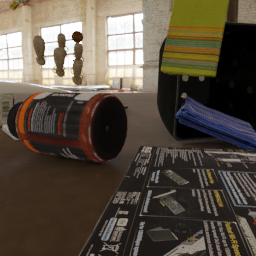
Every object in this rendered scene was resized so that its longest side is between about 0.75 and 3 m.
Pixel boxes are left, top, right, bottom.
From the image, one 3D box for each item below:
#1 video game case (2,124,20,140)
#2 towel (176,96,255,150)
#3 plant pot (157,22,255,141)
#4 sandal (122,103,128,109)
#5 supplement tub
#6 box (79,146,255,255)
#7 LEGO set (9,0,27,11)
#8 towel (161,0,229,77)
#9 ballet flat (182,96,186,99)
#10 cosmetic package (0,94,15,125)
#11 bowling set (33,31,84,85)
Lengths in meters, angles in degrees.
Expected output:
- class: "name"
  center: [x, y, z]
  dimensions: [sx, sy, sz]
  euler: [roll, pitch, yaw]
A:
- class: "video game case"
  center: [-2.511, 0.016, 8.298]
  dimensions: [1.988, 0.235, 1.809]
  euler: [-6, 11, -32]
- class: "towel"
  center: [2.258, -0.200, 6.873]
  dimensions: [2.048, 0.337, 2.828]
  euler: [24, 18, 8]
- class: "plant pot"
  center: [2.204, -1.382, 8.135]
  dimensions: [2.891, 2.884, 2.564]
  euler: [-3, 13, -16]
- class: "sandal"
  center: [-0.581, -1.295, 16.121]
  dimensions: [0.641, 0.385, 1.708]
  euler: [-5, 10, -29]
- class: "supplement tub"
  center: [-1.307, -0.082, 5.592]
  dimensions: [2.412, 1.290, 1.290]
  euler: [5, 10, 30]
- class: "box"
  center: [0.931, 0.741, 2.367]
  dimensions: [2.041, 0.644, 2.589]
  euler: [1, 9, 9]
- class: "LEGO set"
  center: [-2.246, -3.135, 6.649]
  dimensions: [1.186, 0.441, 0.545]
  euler: [-40, -3, -19]
- class: "towel"
  center: [1.401, -2.267, 5.500]
  dimensions: [1.087, 2.525, 0.228]
  euler: [11, 1, 22]
- class: "ballet flat"
  center: [2.173, -0.765, 11.029]
  dimensions: [1.049, 1.049, 2.871]
  euler: [-2, 12, -12]
- class: "cosmetic package"
  center: [-5.273, -0.711, 10.129]
  dimensions: [2.187, 1.130, 0.954]
  euler: [5, 9, 20]
- class: "bowling set"
  center: [-2.034, -2.528, 9.783]
  dimensions: [2.227, 1.196, 1.550]
  euler: [37, 58, 14]
